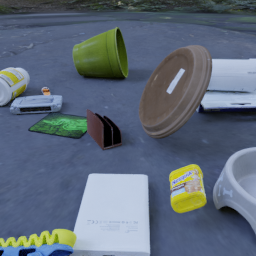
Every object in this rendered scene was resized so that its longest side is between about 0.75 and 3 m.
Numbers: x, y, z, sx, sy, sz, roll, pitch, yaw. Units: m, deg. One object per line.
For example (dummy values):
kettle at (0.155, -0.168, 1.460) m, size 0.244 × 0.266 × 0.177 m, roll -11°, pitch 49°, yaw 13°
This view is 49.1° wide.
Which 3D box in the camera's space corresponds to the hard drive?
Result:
hard drive at (-0.265, 1.627, 5.497) m, size 1.340 × 0.258 × 2.031 m, roll 1°, pitch 28°, yaw 2°

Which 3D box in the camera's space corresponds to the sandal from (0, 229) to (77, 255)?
sandal at (-1.665, 2.082, 4.214) m, size 1.802 × 0.716 × 0.785 m, roll -10°, pitch 53°, yaw -3°

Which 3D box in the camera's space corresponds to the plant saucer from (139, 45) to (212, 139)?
plant saucer at (1.093, -1.028, 7.429) m, size 0.400 × 2.715 × 2.715 m, roll 26°, pitch 18°, yaw -24°

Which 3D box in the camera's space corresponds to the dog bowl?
dog bowl at (3.125, 1.287, 5.615) m, size 2.665 × 0.782 × 2.665 m, roll -1°, pitch 28°, yaw 0°

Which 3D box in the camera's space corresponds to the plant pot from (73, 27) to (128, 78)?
plant pot at (-1.339, -3.407, 13.436) m, size 2.251 × 2.338 × 2.338 m, roll -7°, pitch 26°, yaw 12°

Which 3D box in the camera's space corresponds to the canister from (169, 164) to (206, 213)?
canister at (1.079, 1.097, 5.111) m, size 0.635 × 0.370 × 0.855 m, roll -24°, pitch 20°, yaw 17°

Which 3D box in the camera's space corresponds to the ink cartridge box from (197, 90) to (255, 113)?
ink cartridge box at (3.752, -1.041, 10.300) m, size 2.690 × 0.547 × 2.695 m, roll -1°, pitch 27°, yaw 1°

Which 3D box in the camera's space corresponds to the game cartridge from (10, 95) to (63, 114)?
game cartridge at (-3.301, -0.884, 10.278) m, size 1.724 × 0.358 × 1.148 m, roll -4°, pitch 22°, yaw -6°

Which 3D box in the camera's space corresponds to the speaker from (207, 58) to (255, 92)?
speaker at (3.158, -1.966, 10.298) m, size 2.919 × 1.185 × 1.185 m, roll 3°, pitch 28°, yaw 9°

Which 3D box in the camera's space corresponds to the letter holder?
letter holder at (-0.713, -0.062, 8.116) m, size 0.609 × 0.860 × 1.210 m, roll -14°, pitch 30°, yaw -25°

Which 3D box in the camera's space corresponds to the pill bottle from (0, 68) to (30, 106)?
pill bottle at (-4.705, -1.722, 11.041) m, size 1.141 × 1.141 × 2.050 m, roll 3°, pitch 26°, yaw 7°

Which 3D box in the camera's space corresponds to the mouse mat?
mouse mat at (-2.087, -0.124, 9.118) m, size 1.840 × 0.069 × 1.481 m, roll 9°, pitch 29°, yaw 15°

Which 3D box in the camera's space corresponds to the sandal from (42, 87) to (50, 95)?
sandal at (-3.395, -1.547, 11.654) m, size 0.324 × 0.242 × 0.845 m, roll -12°, pitch 30°, yaw -22°
